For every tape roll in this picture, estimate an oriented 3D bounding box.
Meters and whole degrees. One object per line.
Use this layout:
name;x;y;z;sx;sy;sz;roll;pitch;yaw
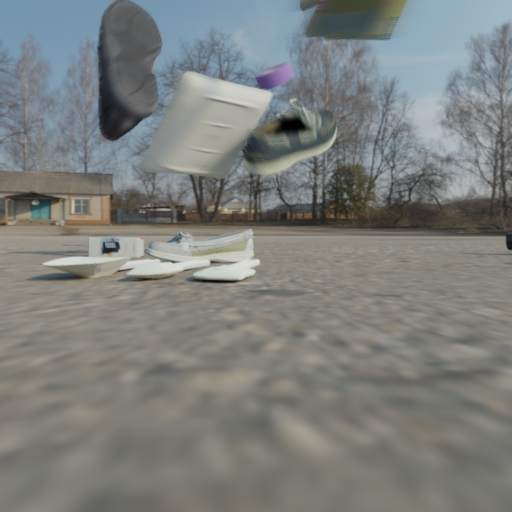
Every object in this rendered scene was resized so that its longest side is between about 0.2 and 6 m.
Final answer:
tape roll;0.440;-4.418;13.806;0.872;0.370;0.872;-23;22;10

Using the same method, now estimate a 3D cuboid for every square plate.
square plate;-0.838;-2.191;10.090;2.041;2.022;0.290;-2;46;-45

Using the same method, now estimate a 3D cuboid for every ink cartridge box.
ink cartridge box;-2.583;-0.155;10.366;0.891;0.369;0.649;0;3;-1

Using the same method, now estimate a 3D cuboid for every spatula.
spatula;-0.963;0.091;6.662;2.031;0.235;2.921;-1;3;7

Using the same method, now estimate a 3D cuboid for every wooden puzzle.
wooden puzzle;1.467;-3.549;7.323;0.175;1.480;2.495;20;5;-40

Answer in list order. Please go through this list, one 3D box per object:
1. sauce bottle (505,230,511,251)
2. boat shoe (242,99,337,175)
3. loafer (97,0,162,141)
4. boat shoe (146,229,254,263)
sauce bottle;5.956;-0.309;10.819;2.087;0.675;0.675;0;2;40
boat shoe;0.719;-2.414;10.797;0.998;0.824;2.666;34;47;31
loafer;-1.746;-2.452;7.234;0.859;2.390;0.753;23;-49;-33
boat shoe;-0.827;-0.158;8.469;1.665;0.534;0.613;0;2;-19
